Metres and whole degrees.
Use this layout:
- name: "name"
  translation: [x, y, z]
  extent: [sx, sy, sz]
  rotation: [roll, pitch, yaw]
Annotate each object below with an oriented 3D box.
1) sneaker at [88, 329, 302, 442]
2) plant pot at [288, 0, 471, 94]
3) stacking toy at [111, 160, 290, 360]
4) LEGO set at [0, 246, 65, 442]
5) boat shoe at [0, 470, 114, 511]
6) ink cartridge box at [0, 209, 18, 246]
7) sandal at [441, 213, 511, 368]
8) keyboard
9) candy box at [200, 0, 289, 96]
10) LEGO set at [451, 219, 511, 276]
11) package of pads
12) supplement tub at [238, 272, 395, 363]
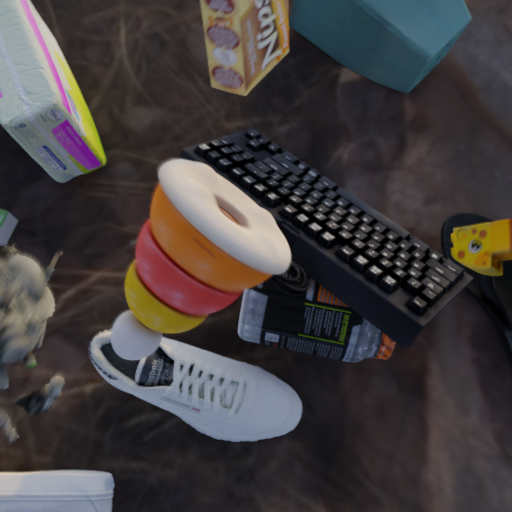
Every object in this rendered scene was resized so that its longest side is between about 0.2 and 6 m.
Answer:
- name: "sneaker"
  translation: [-0.774, 1.640, 7.074]
  extent: [2.801, 1.127, 1.070]
  rotation: [16, 72, 3]
- name: "plant pot"
  translation: [1.929, -3.737, 8.535]
  extent: [2.266, 1.601, 1.601]
  rotation: [44, 78, 6]
- name: "stacking toy"
  translation: [-0.804, 0.226, 5.477]
  extent: [1.494, 1.494, 2.045]
  rotation: [45, 107, 12]
- name: "LEGO set"
  translation: [-2.609, 0.550, 5.005]
  extent: [1.233, 2.825, 4.350]
  rotation: [-43, 37, 4]
- name: "boat shoe"
  translation: [-3.159, 3.144, 6.763]
  extent: [2.800, 1.008, 0.959]
  rotation: [1, 72, -10]
- name: "ink cartridge box"
  translation: [-4.072, -0.416, 8.074]
  extent: [0.951, 0.399, 0.689]
  rotation: [19, 74, 6]
- name: "sandal"
  translation: [3.540, 0.513, 7.650]
  extent: [1.034, 0.659, 2.752]
  rotation: [-25, 74, -7]
- name: "keyboard"
  translation: [0.652, -0.415, 7.151]
  extent: [3.893, 0.499, 2.337]
  rotation: [38, 47, 24]
- name: "candy box"
  translation: [-0.101, -2.608, 5.516]
  extent: [0.477, 1.725, 0.996]
  rotation: [22, 54, 21]
- name: "LEGO set"
  translation: [2.939, 0.309, 5.648]
  extent: [1.577, 1.466, 3.843]
  rotation: [-10, 65, 42]
- name: "package of pads"
  translation: [-3.144, -2.522, 7.891]
  extent: [0.891, 2.018, 2.613]
  rotation: [-24, 76, -3]
- name: "supplement tub"
  translation: [0.816, 0.700, 7.318]
  extent: [1.956, 1.198, 1.198]
  rotation: [12, 73, 4]
